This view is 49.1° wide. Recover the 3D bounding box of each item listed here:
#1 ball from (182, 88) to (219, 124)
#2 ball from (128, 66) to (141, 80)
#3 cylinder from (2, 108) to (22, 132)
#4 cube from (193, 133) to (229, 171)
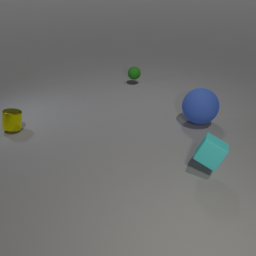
[{"bbox_3d":[2.802,-0.845,10.833,1.400,1.400,1.400,0,29,0],"label":"ball"},{"bbox_3d":[0.335,-2.945,15.018,0.700,0.700,0.700,0,29,0],"label":"ball"},{"bbox_3d":[-4.387,-0.311,10.605,0.700,0.700,0.700,9,20,-3],"label":"cylinder"},{"bbox_3d":[2.376,0.669,8.006,0.700,0.700,0.700,31,24,9],"label":"cube"}]
